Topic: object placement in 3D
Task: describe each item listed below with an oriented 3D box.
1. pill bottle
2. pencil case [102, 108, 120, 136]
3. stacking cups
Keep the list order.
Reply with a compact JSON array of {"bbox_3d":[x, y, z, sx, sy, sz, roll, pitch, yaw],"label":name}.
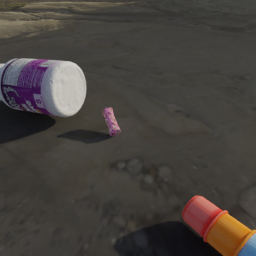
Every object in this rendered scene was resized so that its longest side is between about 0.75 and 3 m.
[{"bbox_3d":[-2.817,-1.256,8.388,2.835,1.592,1.592,10,36,27],"label":"pill bottle"},{"bbox_3d":[-0.470,-0.178,7.771,0.328,0.342,0.791,-5,62,-34],"label":"pencil case"},{"bbox_3d":[2.077,2.071,4.381,0.859,0.859,2.840,-27,45,-33],"label":"stacking cups"}]
